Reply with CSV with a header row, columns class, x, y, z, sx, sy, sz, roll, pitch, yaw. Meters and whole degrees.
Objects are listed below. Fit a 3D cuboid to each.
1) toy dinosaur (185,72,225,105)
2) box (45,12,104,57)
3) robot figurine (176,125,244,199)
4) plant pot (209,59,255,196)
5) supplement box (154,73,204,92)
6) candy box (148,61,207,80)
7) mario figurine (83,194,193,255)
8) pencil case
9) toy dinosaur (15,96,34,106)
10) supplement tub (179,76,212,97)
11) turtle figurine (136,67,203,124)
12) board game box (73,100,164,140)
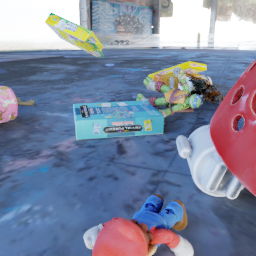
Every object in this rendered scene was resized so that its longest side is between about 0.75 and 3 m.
class,x,y,z,sx,sy,sz,roll,pitch,yaw
toy dinosaur,2.944,-1.534,11.151,1.324,0.996,1.950,-18,35,-37
box,-1.255,-2.292,7.002,1.485,0.359,0.871,31,-2,17
robot figurine,1.626,0.554,5.183,1.524,1.015,1.797,23,19,-4
plant pot,3.023,-0.314,3.982,2.860,2.605,2.860,14,38,-11
supplement box,2.441,-2.214,13.533,2.328,0.801,0.775,-5,20,-10
candy box,2.473,-2.825,14.282,1.386,0.358,2.711,-6,-2,-41
mario figurine,0.137,1.452,3.542,1.032,0.886,1.671,-30,-10,31
pencil case,-4.625,-0.497,8.077,1.150,1.101,2.659,20,28,37
toy dinosaur,-4.603,-1.136,11.011,2.146,0.625,1.085,23,13,33
supplement tub,2.880,-1.778,12.061,1.234,0.891,0.891,-2,19,-7
turtle figurine,1.184,-1.230,9.413,2.299,1.654,2.229,-13,19,-41
board game box,-0.368,-0.294,8.299,2.401,0.563,1.812,-4,20,-11
